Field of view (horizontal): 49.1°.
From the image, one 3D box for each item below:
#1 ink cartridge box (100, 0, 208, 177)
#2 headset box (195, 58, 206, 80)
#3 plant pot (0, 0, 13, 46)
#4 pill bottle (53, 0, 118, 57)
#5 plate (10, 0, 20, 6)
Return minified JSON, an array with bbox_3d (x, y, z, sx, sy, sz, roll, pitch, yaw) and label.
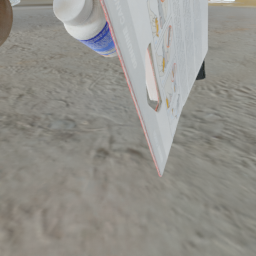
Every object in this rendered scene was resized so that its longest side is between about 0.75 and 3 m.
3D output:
[{"bbox_3d":[0.313,-1.119,3.026,0.602,2.693,2.372,14,61,23],"label":"ink cartridge box"},{"bbox_3d":[0.931,-2.739,6.460,1.336,2.508,2.881,-6,45,13],"label":"headset box"},{"bbox_3d":[-2.846,-1.934,4.330,1.960,1.960,1.700,11,7,19],"label":"plant pot"},{"bbox_3d":[-0.963,-3.031,8.000,1.361,1.361,2.430,14,1,24],"label":"pill bottle"},{"bbox_3d":[-3.052,-3.490,6.848,0.204,1.258,1.261,18,45,8],"label":"plate"}]
